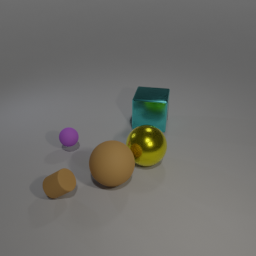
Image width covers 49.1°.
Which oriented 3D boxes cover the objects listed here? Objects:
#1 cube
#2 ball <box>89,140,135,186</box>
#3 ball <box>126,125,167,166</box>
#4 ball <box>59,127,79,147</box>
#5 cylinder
[{"bbox_3d":[0.975,-0.812,11.823,1.400,1.400,1.400,6,32,10],"label":"cube"},{"bbox_3d":[-0.491,1.078,8.583,1.400,1.400,1.400,0,31,0],"label":"ball"},{"bbox_3d":[0.622,0.591,9.492,1.400,1.400,1.400,0,31,0],"label":"ball"},{"bbox_3d":[-2.140,0.326,10.136,0.700,0.700,0.700,0,31,0],"label":"ball"},{"bbox_3d":[-2.008,1.625,8.207,0.700,0.700,0.700,-29,20,27],"label":"cylinder"}]
